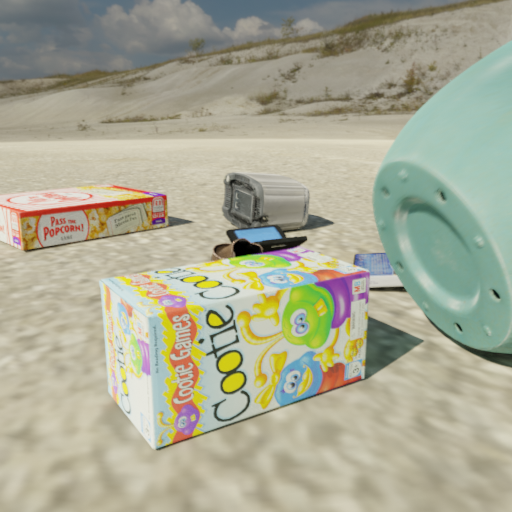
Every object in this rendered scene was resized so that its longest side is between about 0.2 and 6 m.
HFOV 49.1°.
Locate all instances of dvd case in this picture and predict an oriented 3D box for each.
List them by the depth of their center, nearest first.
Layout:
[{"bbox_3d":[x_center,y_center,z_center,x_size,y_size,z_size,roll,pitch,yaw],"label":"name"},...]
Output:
[{"bbox_3d":[2.556,0.159,8.286,2.231,0.196,1.591,-3,11,12],"label":"dvd case"}]

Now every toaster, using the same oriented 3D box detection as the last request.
[{"bbox_3d":[0.225,-1.139,11.836,1.323,1.164,2.048,-5,18,-28],"label":"toaster"}]

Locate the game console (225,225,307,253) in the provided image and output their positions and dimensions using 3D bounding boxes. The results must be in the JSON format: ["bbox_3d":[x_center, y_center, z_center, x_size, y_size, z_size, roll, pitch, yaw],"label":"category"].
[{"bbox_3d":[0.169,-0.358,9.731,1.104,0.642,0.971,-8,-14,-25],"label":"game console"}]

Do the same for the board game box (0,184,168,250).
[{"bbox_3d":[-3.836,-0.894,11.682,2.410,0.737,3.182,14,20,43],"label":"board game box"}]

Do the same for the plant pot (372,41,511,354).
[{"bbox_3d":[2.850,-0.573,5.681,2.671,3.328,3.328,-26,21,-12],"label":"plant pot"}]

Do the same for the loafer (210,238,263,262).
[{"bbox_3d":[-0.135,0.049,8.215,0.703,0.684,1.926,-7,16,-25],"label":"loafer"}]

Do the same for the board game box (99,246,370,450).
[{"bbox_3d":[-0.155,0.678,4.984,2.116,1.110,1.090,-10,18,-31],"label":"board game box"}]
